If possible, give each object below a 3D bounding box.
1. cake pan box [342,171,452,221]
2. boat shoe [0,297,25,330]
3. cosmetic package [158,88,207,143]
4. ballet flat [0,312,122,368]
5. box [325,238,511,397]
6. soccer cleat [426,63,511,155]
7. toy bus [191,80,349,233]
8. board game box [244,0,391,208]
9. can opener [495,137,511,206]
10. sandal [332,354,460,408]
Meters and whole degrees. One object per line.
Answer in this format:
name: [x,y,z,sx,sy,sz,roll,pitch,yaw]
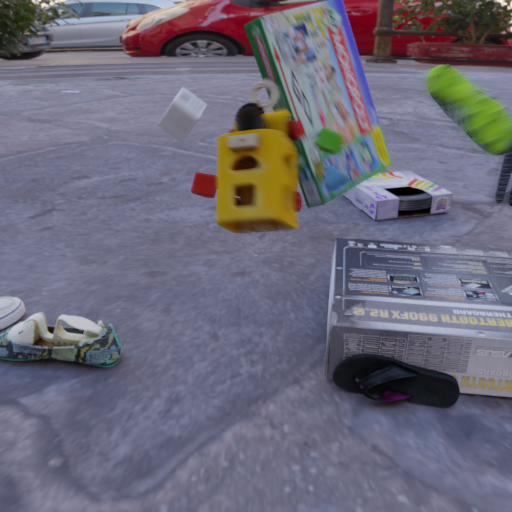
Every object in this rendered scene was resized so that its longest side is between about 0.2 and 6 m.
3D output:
cake pan box: [3.570,-1.582,14.457,2.082,0.591,2.261,-8,26,-12]
boat shoe: [-4.788,0.914,8.882,2.056,0.676,0.740,-12,27,-25]
cosmetic package: [-1.431,-2.736,10.878,0.586,0.704,0.589,33,44,-15]
ballet flat: [-2.998,1.171,8.305,2.081,0.773,0.773,2,25,5]
box: [3.120,0.828,8.714,3.955,0.956,3.132,3,25,7]
soccer cleat: [3.686,-2.475,9.647,0.676,0.811,2.002,-36,69,6]
toy bus: [-0.007,-1.321,7.575,2.102,1.984,1.086,44,8,20]
board game box: [1.392,-3.172,11.486,2.486,3.695,0.538,-31,17,-35]
can opener: [4.158,-1.544,8.927,0.481,1.516,0.596,24,10,33]
sandal: [1.812,1.666,7.311,1.635,0.615,0.391,6,21,12]
